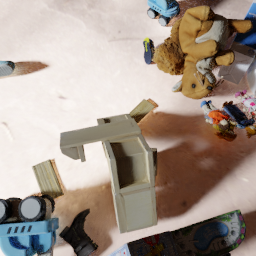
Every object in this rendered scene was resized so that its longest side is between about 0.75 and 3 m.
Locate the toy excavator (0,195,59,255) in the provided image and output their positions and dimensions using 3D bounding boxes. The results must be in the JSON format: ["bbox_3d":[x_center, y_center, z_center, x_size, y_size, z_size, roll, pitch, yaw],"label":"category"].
[{"bbox_3d":[-1.980,2.658,6.260,2.213,1.137,2.276,-3,78,-2],"label":"toy excavator"}]

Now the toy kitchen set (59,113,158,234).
[{"bbox_3d":[-0.555,1.061,7.016,1.901,2.102,2.330,-10,25,-8],"label":"toy kitchen set"}]

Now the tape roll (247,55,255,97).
[{"bbox_3d":[4.899,-1.645,8.282,2.518,0.881,2.518,0,65,0],"label":"tape roll"}]

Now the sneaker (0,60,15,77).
[{"bbox_3d":[-4.123,-1.828,8.670,1.317,0.487,0.539,-2,39,1],"label":"sneaker"}]

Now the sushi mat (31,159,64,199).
[{"bbox_3d":[-2.101,1.360,7.298,0.529,0.067,1.106,-24,67,-10],"label":"sushi mat"}]

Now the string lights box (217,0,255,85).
[{"bbox_3d":[3.637,-2.706,8.567,0.728,1.269,2.470,26,67,12],"label":"string lights box"}]

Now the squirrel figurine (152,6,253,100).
[{"bbox_3d":[1.889,-2.014,8.048,1.741,2.460,2.296,2,103,-34],"label":"squirrel figurine"}]

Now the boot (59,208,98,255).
[{"bbox_3d":[-1.033,2.527,6.636,0.881,0.350,1.011,42,70,10],"label":"boot"}]

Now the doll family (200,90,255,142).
[{"bbox_3d":[2.934,-0.227,7.713,1.962,0.884,1.218,-17,50,-16],"label":"doll family"}]

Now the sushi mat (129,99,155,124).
[{"bbox_3d":[0.341,-0.462,8.161,0.422,0.053,0.881,40,72,17],"label":"sushi mat"}]

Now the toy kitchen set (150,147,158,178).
[{"bbox_3d":[0.294,0.914,7.078,0.898,0.812,0.996,3,59,8],"label":"toy kitchen set"}]

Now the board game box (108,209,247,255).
[{"bbox_3d":[0.774,2.455,5.244,2.817,2.815,0.869,-16,65,-7],"label":"board game box"}]

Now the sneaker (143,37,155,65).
[{"bbox_3d":[0.710,-2.444,8.952,0.327,0.364,0.886,-6,81,44],"label":"sneaker"}]

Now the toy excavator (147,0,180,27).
[{"bbox_3d":[1.035,-4.454,9.214,1.573,1.617,0.808,40,70,17],"label":"toy excavator"}]
